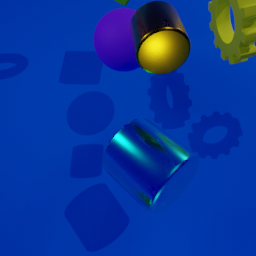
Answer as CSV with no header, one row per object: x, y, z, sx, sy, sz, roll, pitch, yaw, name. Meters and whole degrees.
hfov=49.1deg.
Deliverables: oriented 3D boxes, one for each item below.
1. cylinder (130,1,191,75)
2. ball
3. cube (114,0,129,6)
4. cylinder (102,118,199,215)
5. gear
0.460,-1.343,4.183,0.786,0.786,0.786,-6,50,-2,cylinder
-0.084,-1.816,5.836,1.260,1.260,1.260,0,74,0,ball
-0.218,-3.433,5.841,0.996,0.996,0.996,19,55,-24,cube
0.367,0.612,4.661,1.167,1.167,1.167,-45,60,-11,cylinder
2.198,-2.302,5.910,0.336,1.819,1.819,-14,75,0,gear
